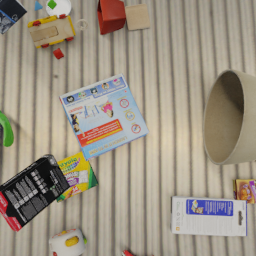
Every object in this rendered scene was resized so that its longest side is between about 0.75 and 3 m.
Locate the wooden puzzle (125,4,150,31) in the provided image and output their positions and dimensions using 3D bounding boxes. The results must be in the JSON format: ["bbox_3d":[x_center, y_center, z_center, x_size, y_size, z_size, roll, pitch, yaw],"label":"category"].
[{"bbox_3d":[0.362,-4.210,10.691,0.856,0.214,0.924,-10,87,-1],"label":"wooden puzzle"}]

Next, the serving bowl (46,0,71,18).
[{"bbox_3d":[-2.612,-4.544,10.672,0.955,0.314,0.955,0,82,-1],"label":"serving bowl"}]

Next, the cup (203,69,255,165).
[{"bbox_3d":[3.874,-0.216,8.757,2.112,2.953,2.953,7,82,-5],"label":"cup"}]

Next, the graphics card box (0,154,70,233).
[{"bbox_3d":[-2.064,1.346,6.045,1.501,0.382,0.942,-39,114,-37],"label":"graphics card box"}]

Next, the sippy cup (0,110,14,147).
[{"bbox_3d":[-5.145,0.403,9.269,2.009,2.558,1.875,-8,93,-41],"label":"sippy cup"}]

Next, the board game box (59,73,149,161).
[{"bbox_3d":[-0.824,-0.394,9.698,2.372,0.663,2.322,-22,83,-14],"label":"board game box"}]

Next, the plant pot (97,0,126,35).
[{"bbox_3d":[-0.591,-4.150,10.323,0.902,1.023,1.024,-7,82,-12],"label":"plant pot"}]

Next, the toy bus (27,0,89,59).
[{"bbox_3d":[-2.673,-3.644,10.218,1.887,0.975,1.781,24,115,-27],"label":"toy bus"}]

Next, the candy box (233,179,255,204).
[{"bbox_3d":[4.390,2.178,9.676,1.397,0.394,0.815,0,81,-1],"label":"candy box"}]

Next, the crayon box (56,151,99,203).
[{"bbox_3d":[-1.953,1.673,9.706,1.495,0.436,1.289,-23,83,-5],"label":"crayon box"}]

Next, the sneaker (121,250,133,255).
[{"bbox_3d":[0.570,4.520,9.292,1.781,0.686,0.756,37,73,-3],"label":"sneaker"}]

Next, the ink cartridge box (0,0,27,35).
[{"bbox_3d":[-3.749,-3.438,7.782,1.133,2.279,0.447,-40,88,4],"label":"ink cartridge box"}]

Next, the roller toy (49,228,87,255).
[{"bbox_3d":[-1.985,3.749,9.086,1.067,1.170,0.818,-19,82,6],"label":"roller toy"}]

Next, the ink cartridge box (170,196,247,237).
[{"bbox_3d":[2.721,2.988,9.528,2.534,0.470,1.200,2,83,3],"label":"ink cartridge box"}]
